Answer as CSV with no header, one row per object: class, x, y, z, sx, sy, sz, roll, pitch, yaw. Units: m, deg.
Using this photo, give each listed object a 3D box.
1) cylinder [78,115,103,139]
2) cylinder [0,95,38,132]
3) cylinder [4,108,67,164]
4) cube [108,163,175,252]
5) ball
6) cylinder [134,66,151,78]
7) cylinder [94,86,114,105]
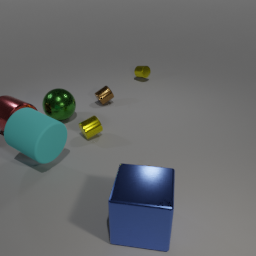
cylinder,-1.439,-0.028,10.809,0.700,0.700,0.700,-30,38,-19
cylinder,-4.477,-0.449,10.985,1.400,1.400,1.400,20,35,32
cylinder,-2.915,0.226,8.929,1.400,1.400,1.400,23,36,23
cube,0.367,1.870,6.781,1.400,1.400,1.400,5,30,8
ball,-2.937,-0.993,11.985,1.400,1.400,1.400,0,29,0
cylinder,0.851,-3.313,16.489,0.700,0.700,0.700,-22,23,-34
cylinder,-1.145,-1.579,13.544,0.700,0.700,0.700,-36,39,-9
